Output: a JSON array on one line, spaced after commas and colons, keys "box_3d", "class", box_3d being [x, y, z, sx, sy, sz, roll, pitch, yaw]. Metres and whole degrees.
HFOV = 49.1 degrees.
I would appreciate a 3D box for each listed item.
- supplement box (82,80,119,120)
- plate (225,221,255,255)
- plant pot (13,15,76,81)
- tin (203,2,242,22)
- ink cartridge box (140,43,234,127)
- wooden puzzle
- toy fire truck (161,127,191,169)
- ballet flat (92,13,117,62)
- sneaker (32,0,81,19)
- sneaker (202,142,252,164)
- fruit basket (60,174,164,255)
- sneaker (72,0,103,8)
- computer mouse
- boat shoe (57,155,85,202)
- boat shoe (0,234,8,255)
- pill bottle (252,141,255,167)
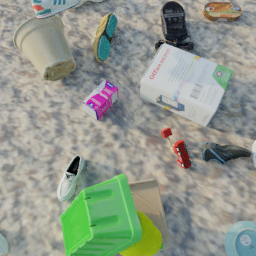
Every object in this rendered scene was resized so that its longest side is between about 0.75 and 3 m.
[{"box_3d": [-1.034, -1.091, 10.822, 0.688, 0.703, 1.360, 34, 68, 16], "class": "supplement box"}, {"box_3d": [3.879, 3.755, 8.835, 1.602, 0.205, 1.602, 0, 66, 0], "class": "plate"}, {"box_3d": [-3.129, -3.016, 11.127, 2.122, 2.122, 1.942, -27, 79, -12], "class": "plant pot"}, {"box_3d": [4.380, -5.401, 13.032, 1.729, 0.362, 0.968, 3, 61, 2], "class": "tin"}, {"box_3d": [2.179, -1.700, 10.783, 2.910, 1.273, 2.114, 25, 67, 10], "class": "ink cartridge box"}, {"box_3d": [0.160, 2.933, 9.138, 2.081, 0.419, 2.249, -9, 71, -3], "class": "wooden puzzle"}, {"box_3d": [1.706, 0.714, 9.966, 0.338, 0.979, 1.388, -25, 107, -17], "class": "toy fire truck"}, {"box_3d": [-1.115, -3.860, 12.172, 0.819, 0.892, 2.598, -2, 59, 30], "class": "ballet flat"}, {"box_3d": [-2.425, -4.375, 9.463, 1.804, 0.843, 0.635, -36, 35, -23], "class": "sneaker"}, {"box_3d": [3.506, 0.946, 10.012, 1.750, 0.641, 0.717, 6, 87, 4], "class": "sneaker"}, {"box_3d": [-0.288, 2.771, 8.111, 2.890, 2.890, 2.084, -14, 61, -6], "class": "fruit basket"}, {"box_3d": [-2.129, -6.331, 13.181, 2.148, 0.861, 0.756, -18, 68, -7], "class": "sneaker"}, {"box_3d": [1.967, -4.436, 12.473, 1.711, 0.651, 2.470, -1, 76, -1], "class": "computer mouse"}, {"box_3d": [-1.965, 1.685, 9.605, 0.597, 0.545, 1.659, 22, 67, 10], "class": "boat shoe"}, {"box_3d": [-4.211, 3.588, 8.900, 1.127, 0.410, 0.348, 48, 117, 12], "class": "boat shoe"}, {"box_3d": [5.784, 0.809, 9.526, 2.637, 1.434, 1.434, -11, 66, -5], "class": "pill bottle"}]
